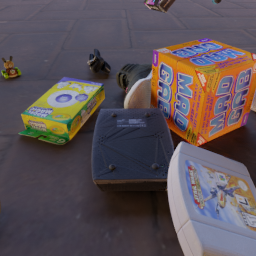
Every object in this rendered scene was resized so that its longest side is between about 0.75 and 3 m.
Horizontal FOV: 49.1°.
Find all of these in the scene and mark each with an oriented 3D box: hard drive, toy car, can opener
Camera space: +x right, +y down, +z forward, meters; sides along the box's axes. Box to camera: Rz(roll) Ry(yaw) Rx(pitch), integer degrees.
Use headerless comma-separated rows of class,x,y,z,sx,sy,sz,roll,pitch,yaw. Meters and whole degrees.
hard drive,0.109,0.440,7.083,1.956,0.614,2.900,-1,34,-1
toy car,-4.732,-2.476,11.203,0.636,0.774,0.611,-23,40,-30
can opener,-1.380,-2.855,12.009,0.717,0.889,2.261,-41,34,9

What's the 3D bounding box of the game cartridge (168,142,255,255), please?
game cartridge,1.674,1.391,5.275,1.860,0.580,2.794,23,33,-13

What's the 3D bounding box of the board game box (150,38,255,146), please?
board game box,2.111,-1.135,8.059,2.099,2.097,2.097,-20,39,-27

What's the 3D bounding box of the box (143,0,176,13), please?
box,1.189,-4.110,8.247,0.342,1.354,1.894,34,15,-26

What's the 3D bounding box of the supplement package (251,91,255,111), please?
supplement package,5.209,-1.041,8.090,1.351,1.897,2.436,-22,40,-30

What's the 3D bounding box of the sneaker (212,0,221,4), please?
sneaker,2.663,-3.983,7.201,0.657,1.604,0.587,20,15,1

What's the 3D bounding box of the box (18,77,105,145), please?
box,-1.961,-0.588,8.487,1.563,0.644,2.663,12,43,17

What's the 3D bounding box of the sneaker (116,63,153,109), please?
sneaker,0.127,-1.358,9.508,1.457,1.038,2.937,4,37,25
